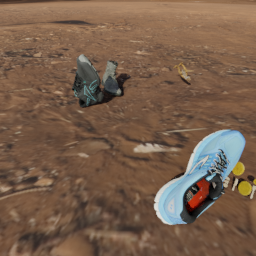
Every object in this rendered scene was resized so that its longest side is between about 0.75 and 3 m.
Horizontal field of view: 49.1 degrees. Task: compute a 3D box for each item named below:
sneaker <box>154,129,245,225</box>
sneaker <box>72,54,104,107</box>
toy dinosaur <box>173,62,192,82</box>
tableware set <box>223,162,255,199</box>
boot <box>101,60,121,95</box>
[{"bbox_3d":[1.472,0.883,4.909,2.177,0.853,0.979,-47,10,-18],"label":"sneaker"},{"bbox_3d":[-1.291,-1.317,8.579,0.849,2.141,0.807,-30,62,-11],"label":"sneaker"},{"bbox_3d":[2.213,-2.212,11.101,0.460,0.810,1.524,-34,18,27],"label":"toy dinosaur"},{"bbox_3d":[2.289,1.015,5.752,0.137,0.601,0.892,16,4,-36],"label":"tableware set"},{"bbox_3d":[-0.581,-1.895,10.311,0.537,1.037,1.587,4,27,-26],"label":"boot"}]
